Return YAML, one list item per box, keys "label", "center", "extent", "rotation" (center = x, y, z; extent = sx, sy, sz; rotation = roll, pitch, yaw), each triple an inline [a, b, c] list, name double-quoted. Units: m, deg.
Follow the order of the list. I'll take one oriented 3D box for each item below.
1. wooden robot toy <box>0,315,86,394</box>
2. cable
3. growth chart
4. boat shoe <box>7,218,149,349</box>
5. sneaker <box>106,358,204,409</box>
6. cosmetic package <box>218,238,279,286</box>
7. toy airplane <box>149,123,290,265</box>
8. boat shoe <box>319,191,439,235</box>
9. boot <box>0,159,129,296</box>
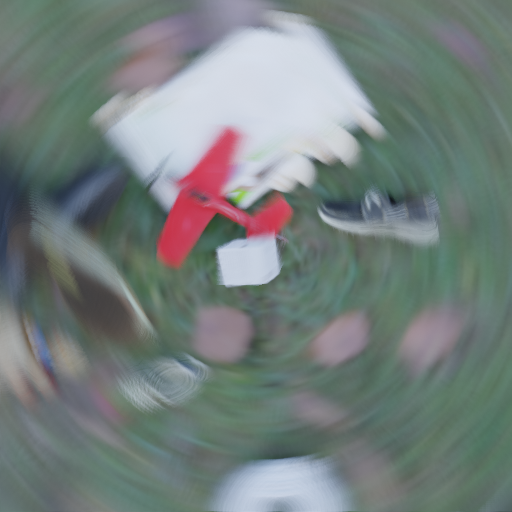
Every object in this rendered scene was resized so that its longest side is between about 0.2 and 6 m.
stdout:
- label: "wooden robot toy"
  center: [-4.579, 1.766, 10.368]
  extent: [2.817, 1.241, 1.278]
  rotation: [-19, 53, 0]
- label: "cable"
  center: [0.452, 4.708, 10.269]
  extent: [1.880, 0.651, 1.879]
  rotation: [-20, 90, 0]
- label: "growth chart"
  center: [-0.253, -2.540, 10.639]
  extent: [4.448, 0.394, 3.218]
  rotation: [-29, 89, -1]
- label: "boat shoe"
  center: [-2.701, 0.334, 9.141]
  extent: [2.725, 1.038, 0.977]
  rotation: [46, 106, 2]
- label: "sneaker"
  center: [-1.911, 2.360, 10.238]
  extent: [1.893, 0.850, 0.635]
  rotation: [-18, 88, -1]
- label: "cosmetic package"
  center: [-0.120, 0.102, 9.872]
  extent: [0.827, 0.682, 0.682]
  rotation: [-5, 102, 22]
- label: "toy airplane"
  center: [-0.641, -0.851, 10.292]
  extent: [2.853, 0.525, 2.853]
  rotation: [-1, 101, -4]
- label: "boat shoe"
  center: [2.230, -0.887, 10.221]
  extent: [2.140, 0.768, 0.723]
  rotation: [5, 127, 12]
- label: "boot"
  center: [-4.699, -1.644, 10.282]
  extent: [3.777, 1.240, 3.113]
  rotation: [44, 87, 6]
